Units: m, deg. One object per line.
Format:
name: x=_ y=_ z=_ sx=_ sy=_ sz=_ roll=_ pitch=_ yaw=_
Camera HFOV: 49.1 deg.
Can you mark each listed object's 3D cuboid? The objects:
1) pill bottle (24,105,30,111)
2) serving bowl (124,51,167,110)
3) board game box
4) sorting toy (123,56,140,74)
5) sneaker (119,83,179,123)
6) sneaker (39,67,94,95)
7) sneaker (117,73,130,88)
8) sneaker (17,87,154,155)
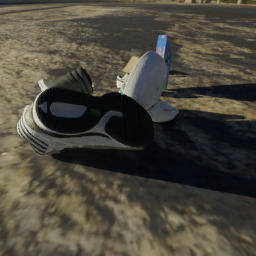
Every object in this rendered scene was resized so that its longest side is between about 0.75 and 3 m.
pill bottle: x=-2.348 y=-0.325 z=7.316 sx=0.890 sy=0.464 sz=0.464 roll=25 pitch=37 yaw=38
serving bowl: x=0.510 y=-1.007 z=6.689 sx=0.515 sy=1.565 sz=1.565 roll=29 pitch=37 yaw=20
board game box: x=1.169 y=-2.181 z=9.372 sx=0.322 sy=1.090 sz=1.433 roll=3 pitch=69 yaw=18
sorting toy: x=0.306 y=-2.457 z=11.214 sx=0.784 sy=0.141 sz=1.053 roll=-52 pitch=42 yaw=0
sneaker: x=0.508 y=-0.749 z=7.670 sx=1.854 sy=0.867 sz=0.653 roll=17 pitch=32 yaw=29
sneaker: x=-1.653 y=-1.071 z=7.625 sx=1.279 sy=0.911 sz=2.578 roll=-27 pitch=20 yaw=-12
sneaker: x=0.104 y=-1.597 z=9.182 sx=1.076 sy=0.471 sz=0.407 roll=-6 pitch=5 yaw=22
sneaker: x=-0.903 y=-0.034 z=6.058 sx=2.967 sy=1.120 sz=1.707 roll=10 pitch=-22 yaw=-41
